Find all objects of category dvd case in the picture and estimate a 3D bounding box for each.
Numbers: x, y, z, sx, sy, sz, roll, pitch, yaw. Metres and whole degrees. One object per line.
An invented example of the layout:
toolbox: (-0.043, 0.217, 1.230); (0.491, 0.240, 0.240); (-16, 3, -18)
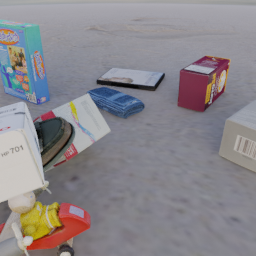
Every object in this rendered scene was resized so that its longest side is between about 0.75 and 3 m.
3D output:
dvd case: (0.157, -2.111, 11.922); (2.524, 0.221, 1.801); (10, 30, 16)

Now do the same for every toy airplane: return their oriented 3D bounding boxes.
toy airplane: (-1.693, 1.479, 4.383); (1.728, 1.220, 1.721); (15, 27, 38)

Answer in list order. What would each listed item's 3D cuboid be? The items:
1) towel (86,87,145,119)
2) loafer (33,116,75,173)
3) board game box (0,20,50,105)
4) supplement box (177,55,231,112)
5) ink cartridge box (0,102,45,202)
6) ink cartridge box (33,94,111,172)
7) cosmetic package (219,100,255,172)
towel: (-0.450, -0.938, 9.539); (1.962, 0.476, 1.095); (25, 37, 38)
loafer: (-2.330, 0.591, 5.119); (2.836, 0.892, 1.019); (-32, 44, 5)
board game box: (-3.768, -2.307, 9.797); (1.996, 2.624, 0.590); (20, 35, 30)
supplement box: (2.718, -1.644, 9.949); (1.010, 1.302, 2.359); (18, 34, 29)
ink cartridge box: (-1.858, 0.302, 3.600); (1.306, 0.766, 1.783); (-19, 21, -14)
ink cartridge box: (-1.437, 0.084, 6.615); (1.127, 1.122, 1.551); (-27, 6, 43)
cosmetic package: (3.624, 0.023, 7.175); (2.606, 1.175, 1.392); (-22, 36, -39)
